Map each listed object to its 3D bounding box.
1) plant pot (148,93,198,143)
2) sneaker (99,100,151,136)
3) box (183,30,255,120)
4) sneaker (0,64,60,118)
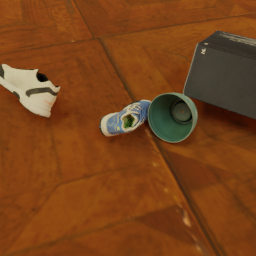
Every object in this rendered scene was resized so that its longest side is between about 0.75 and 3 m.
[{"bbox_3d":[1.292,-0.352,7.387,1.286,1.286,0.862,30,31,26],"label":"plant pot"},{"bbox_3d":[0.142,-0.241,7.304,0.720,0.708,1.869,2,25,44],"label":"sneaker"},{"bbox_3d":[3.348,-1.507,7.777,2.837,1.477,2.584,22,32,19],"label":"box"},{"bbox_3d":[-2.823,-1.285,7.968,2.553,0.941,1.021,35,97,28],"label":"sneaker"}]
